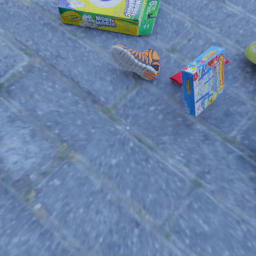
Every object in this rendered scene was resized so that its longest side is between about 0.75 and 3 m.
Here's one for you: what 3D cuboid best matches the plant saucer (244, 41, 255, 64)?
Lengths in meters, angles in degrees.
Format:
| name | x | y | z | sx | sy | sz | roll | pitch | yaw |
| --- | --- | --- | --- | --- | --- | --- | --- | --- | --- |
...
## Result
| name | x | y | z | sx | sy | sz | roll | pitch | yaw |
| --- | --- | --- | --- | --- | --- | --- | --- | --- | --- |
| plant saucer | 4.112 | -2.088 | 7.659 | 1.704 | 0.265 | 1.704 | -1 | 40 | 1 |

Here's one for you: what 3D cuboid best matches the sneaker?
| name | x | y | z | sx | sy | sz | roll | pitch | yaw |
| --- | --- | --- | --- | --- | --- | --- | --- | --- | --- |
| sneaker | 0.248 | -1.944 | 7.737 | 1.455 | 0.564 | 0.815 | 32 | 52 | -9 |

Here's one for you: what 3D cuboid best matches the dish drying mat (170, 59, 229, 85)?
| name | x | y | z | sx | sy | sz | roll | pitch | yaw |
| --- | --- | --- | --- | --- | --- | --- | --- | --- | --- |
| dish drying mat | 1.932 | -1.577 | 7.616 | 1.540 | 0.140 | 0.591 | -23 | 32 | -9 |

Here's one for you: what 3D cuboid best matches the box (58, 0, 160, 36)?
| name | x | y | z | sx | sy | sz | roll | pitch | yaw |
| --- | --- | --- | --- | --- | --- | --- | --- | --- | --- |
| box | -0.510 | -3.839 | 8.710 | 2.885 | 0.698 | 1.693 | 12 | 64 | 4 |

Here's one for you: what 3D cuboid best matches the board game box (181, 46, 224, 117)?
| name | x | y | z | sx | sy | sz | roll | pitch | yaw |
| --- | --- | --- | --- | --- | --- | --- | --- | --- | --- |
| board game box | 1.782 | -1.086 | 6.575 | 1.187 | 1.213 | 0.339 | -39 | 46 | -24 |
